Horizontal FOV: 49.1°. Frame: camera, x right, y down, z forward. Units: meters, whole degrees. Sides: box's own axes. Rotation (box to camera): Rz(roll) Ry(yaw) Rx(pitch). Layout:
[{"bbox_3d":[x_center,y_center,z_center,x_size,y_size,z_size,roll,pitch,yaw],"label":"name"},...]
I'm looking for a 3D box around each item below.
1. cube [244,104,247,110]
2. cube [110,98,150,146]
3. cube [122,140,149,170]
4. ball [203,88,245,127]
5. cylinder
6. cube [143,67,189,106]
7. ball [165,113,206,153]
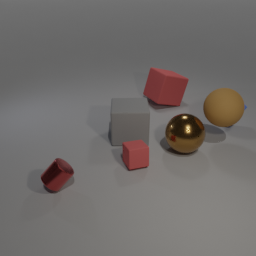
[{"bbox_3d":[4.243,-0.892,11.389,0.700,0.700,0.700,34,21,-12],"label":"cube"},{"bbox_3d":[0.066,-0.262,10.725,1.400,1.400,1.400,-1,28,-1],"label":"cube"},{"bbox_3d":[0.252,0.868,9.275,0.700,0.700,0.700,-8,21,-17],"label":"cube"},{"bbox_3d":[3.417,-0.730,10.027,1.400,1.400,1.400,0,29,0],"label":"ball"},{"bbox_3d":[-2.062,1.360,8.200,0.700,0.700,0.700,42,8,-7],"label":"cylinder"},{"bbox_3d":[1.808,-2.000,13.583,1.400,1.400,1.400,2,24,-31],"label":"cube"},{"bbox_3d":[2.007,0.186,9.869,1.400,1.400,1.400,0,29,0],"label":"ball"}]
